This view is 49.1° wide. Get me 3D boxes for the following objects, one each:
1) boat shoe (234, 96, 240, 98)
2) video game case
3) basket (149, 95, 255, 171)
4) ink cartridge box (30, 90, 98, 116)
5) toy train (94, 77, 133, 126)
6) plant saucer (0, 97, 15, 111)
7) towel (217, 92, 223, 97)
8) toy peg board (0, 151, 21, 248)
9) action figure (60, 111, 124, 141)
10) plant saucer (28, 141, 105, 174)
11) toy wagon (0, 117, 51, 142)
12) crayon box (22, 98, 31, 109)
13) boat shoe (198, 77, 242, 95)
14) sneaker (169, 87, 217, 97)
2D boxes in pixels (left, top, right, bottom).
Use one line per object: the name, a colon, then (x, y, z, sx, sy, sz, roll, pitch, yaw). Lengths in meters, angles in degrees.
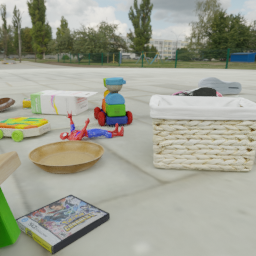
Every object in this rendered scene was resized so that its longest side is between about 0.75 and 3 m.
boat shoe: (4.419, -0.861, 11.068, 0.924, 0.784, 2.539, 13, 20, 41)
video game case: (-0.947, 1.340, 4.103, 0.921, 0.130, 1.019, 12, 19, 39)
basket: (1.626, 0.062, 6.393, 2.301, 1.419, 1.559, 2, 15, 5)
ink cartridge box: (-2.608, -1.074, 11.770, 2.466, 0.830, 1.444, 4, 15, 13)
toy train: (-0.692, -1.153, 10.511, 1.196, 1.635, 2.826, -3, 16, -14)
plant saucer: (-5.592, -1.024, 12.100, 1.376, 0.221, 1.376, -8, 27, 4)
towel: (3.962, -1.733, 15.252, 2.070, 0.310, 1.515, -2, 13, 9)
toy peg board: (-2.404, 1.345, 2.859, 2.236, 1.098, 2.245, -15, 13, 4)
action figure: (-1.066, -0.081, 8.065, 1.850, 0.916, 0.604, -10, 18, -26)
plant saucer: (-1.362, 0.661, 6.316, 1.671, 0.296, 1.671, 0, 15, 0)
toy wagon: (-3.472, -0.021, 8.677, 2.022, 0.400, 1.568, 4, 15, 15)
crayon box: (-4.477, -1.168, 13.110, 0.809, 0.332, 1.287, -4, 16, -16)
boat shoe: (5.386, -2.386, 16.795, 2.963, 1.067, 0.919, 4, -2, -20)
sneaker: (2.951, -1.477, 13.089, 2.439, 0.980, 1.053, -2, 14, -12)
